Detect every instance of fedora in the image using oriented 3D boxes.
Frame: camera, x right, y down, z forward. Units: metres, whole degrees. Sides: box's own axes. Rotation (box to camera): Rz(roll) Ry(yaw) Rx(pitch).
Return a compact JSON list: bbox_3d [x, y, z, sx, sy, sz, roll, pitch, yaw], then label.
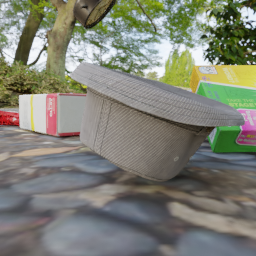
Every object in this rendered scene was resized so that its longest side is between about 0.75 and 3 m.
[{"bbox_3d":[0.273,-0.049,3.525,2.053,1.048,2.321,24,13,24],"label":"fedora"}]

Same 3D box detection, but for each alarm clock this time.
[{"bbox_3d":[-0.866,-3.166,7.318,0.606,1.228,1.821,44,-4,-1],"label":"alarm clock"}]

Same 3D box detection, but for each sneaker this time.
[{"bbox_3d":[-4.720,-0.405,10.717,1.109,0.752,1.920,3,7,42],"label":"sneaker"}]

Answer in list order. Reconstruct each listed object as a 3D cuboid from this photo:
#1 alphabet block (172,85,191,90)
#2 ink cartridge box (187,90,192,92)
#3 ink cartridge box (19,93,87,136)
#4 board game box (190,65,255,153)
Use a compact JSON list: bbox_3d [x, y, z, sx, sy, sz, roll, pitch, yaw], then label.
[{"bbox_3d":[2.458,-1.090,12.727,1.564,1.528,1.536,10,6,14],"label":"alphabet block"},{"bbox_3d":[3.154,-0.666,9.964,2.288,1.365,0.480,0,-22,-17],"label":"ink cartridge box"},{"bbox_3d":[-1.979,-0.487,8.915,2.065,1.187,2.845,-4,7,-41],"label":"ink cartridge box"},{"bbox_3d":[2.943,-0.496,5.805,2.887,0.582,2.209,-1,43,-3],"label":"board game box"}]
